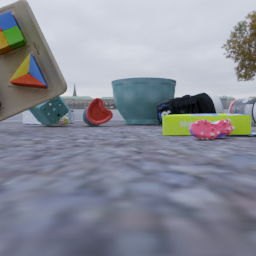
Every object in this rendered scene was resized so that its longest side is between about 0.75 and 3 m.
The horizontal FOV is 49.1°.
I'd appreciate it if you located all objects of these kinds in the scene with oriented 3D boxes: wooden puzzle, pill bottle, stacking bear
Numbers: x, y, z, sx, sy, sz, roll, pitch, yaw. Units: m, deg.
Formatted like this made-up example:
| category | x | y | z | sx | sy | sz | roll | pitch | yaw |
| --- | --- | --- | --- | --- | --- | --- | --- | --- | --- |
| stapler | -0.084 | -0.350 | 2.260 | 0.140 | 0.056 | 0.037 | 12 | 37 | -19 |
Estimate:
| category | x | y | z | sx | sy | sz | roll | pitch | yaw |
| --- | --- | --- | --- | --- | --- | --- | --- | --- | --- |
| wooden puzzle | -2.531 | -1.191 | 5.325 | 2.157 | 1.997 | 0.499 | -25 | 6 | -4 |
| pill bottle | 4.655 | -0.585 | 10.137 | 1.044 | 1.044 | 1.833 | -1 | 2 | -22 |
| stacking bear | -1.228 | -0.428 | 9.930 | 0.818 | 0.874 | 1.439 | -42 | 9 | -18 |

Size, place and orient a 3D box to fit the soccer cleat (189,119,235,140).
| category | x | y | z | sx | sy | sz | roll | pitch | yaw |
| --- | --- | --- | --- | --- | --- | --- | --- | --- | --- |
| soccer cleat | 1.190 | 0.051 | 4.106 | 0.916 | 0.305 | 0.350 | -8 | -24 | -37 |

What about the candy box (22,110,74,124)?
| category | x | y | z | sx | sy | sz | roll | pitch | yaw |
| --- | --- | --- | --- | --- | --- | --- | --- | --- | --- |
| candy box | -3.766 | -0.524 | 13.334 | 1.567 | 0.668 | 1.868 | 2 | 3 | 40 |

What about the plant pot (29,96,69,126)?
| category | x | y | z | sx | sy | sz | roll | pitch | yaw |
| --- | --- | --- | --- | --- | --- | --- | --- | --- | --- |
| plant pot | -2.705 | -0.770 | 9.409 | 1.128 | 1.127 | 1.595 | -41 | 31 | -14 |

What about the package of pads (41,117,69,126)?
| category | x | y | z | sx | sy | sz | roll | pitch | yaw |
| --- | --- | --- | --- | --- | --- | --- | --- | --- | --- |
| package of pads | -2.783 | -0.263 | 10.795 | 0.771 | 0.340 | 0.998 | 0 | 2 | 10 |

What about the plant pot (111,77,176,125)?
| category | x | y | z | sx | sy | sz | roll | pitch | yaw |
| --- | --- | --- | --- | --- | --- | --- | --- | --- | --- |
| plant pot | 0.654 | -1.035 | 11.746 | 2.713 | 1.818 | 2.713 | 0 | 3 | 0 |

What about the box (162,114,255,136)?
| category | x | y | z | sx | sy | sz | roll | pitch | yaw |
| --- | --- | --- | --- | --- | --- | --- | --- | --- | --- |
| box | 1.477 | -0.064 | 5.083 | 1.623 | 0.387 | 0.990 | 0 | 3 | 12 |

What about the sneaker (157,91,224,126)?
| category | x | y | z | sx | sy | sz | roll | pitch | yaw |
| --- | --- | --- | --- | --- | --- | --- | --- | --- | --- |
| sneaker | 1.851 | -0.472 | 9.239 | 1.672 | 1.092 | 2.989 | -17 | 7 | -2 |
